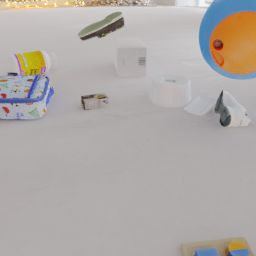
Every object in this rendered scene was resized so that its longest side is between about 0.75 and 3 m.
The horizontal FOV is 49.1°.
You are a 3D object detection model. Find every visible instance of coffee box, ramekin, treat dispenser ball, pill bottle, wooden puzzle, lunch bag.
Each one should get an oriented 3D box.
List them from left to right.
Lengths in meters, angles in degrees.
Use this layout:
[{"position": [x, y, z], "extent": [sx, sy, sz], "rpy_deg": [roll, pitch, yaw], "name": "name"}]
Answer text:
[{"position": [-4.173, -1.338, 11.096], "extent": [2.311, 1.090, 2.884], "rpy_deg": [-2, 30, -7], "name": "lunch bag"}, {"position": [-4.909, -3.394, 14.612], "extent": [2.245, 1.170, 1.170], "rpy_deg": [-19, 34, -29], "name": "pill bottle"}, {"position": [-1.327, -1.072, 11.258], "extent": [1.025, 0.409, 0.579], "rpy_deg": [-9, 31, -16], "name": "coffee box"}, {"position": [1.787, -1.636, 11.798], "extent": [1.788, 0.871, 1.788], "rpy_deg": [0, 29, 0], "name": "ramekin"}, {"position": [1.762, 2.513, 4.970], "extent": [1.329, 0.332, 1.435], "rpy_deg": [-4, 30, -6], "name": "wooden puzzle"}, {"position": [3.499, -2.813, 8.360], "extent": [2.717, 2.717, 2.717], "rpy_deg": [0, 29, 0], "name": "treat dispenser ball"}]

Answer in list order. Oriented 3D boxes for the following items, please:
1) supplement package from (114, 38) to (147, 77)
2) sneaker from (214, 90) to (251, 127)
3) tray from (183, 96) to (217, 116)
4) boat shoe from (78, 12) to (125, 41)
[{"position": [0.074, -3.883, 15.124], "extent": [1.506, 1.524, 2.514], "rpy_deg": [-4, 30, -6], "name": "supplement package"}, {"position": [3.816, -0.664, 10.354], "extent": [0.958, 0.820, 2.200], "rpy_deg": [11, 37, -1], "name": "sneaker"}, {"position": [2.909, -0.866, 11.135], "extent": [0.866, 0.179, 1.613], "rpy_deg": [20, 35, 29], "name": "tray"}, {"position": [-0.914, -3.520, 10.022], "extent": [1.807, 0.544, 0.644], "rpy_deg": [-31, 45, -11], "name": "boat shoe"}]
